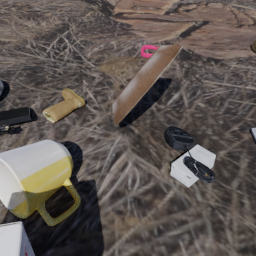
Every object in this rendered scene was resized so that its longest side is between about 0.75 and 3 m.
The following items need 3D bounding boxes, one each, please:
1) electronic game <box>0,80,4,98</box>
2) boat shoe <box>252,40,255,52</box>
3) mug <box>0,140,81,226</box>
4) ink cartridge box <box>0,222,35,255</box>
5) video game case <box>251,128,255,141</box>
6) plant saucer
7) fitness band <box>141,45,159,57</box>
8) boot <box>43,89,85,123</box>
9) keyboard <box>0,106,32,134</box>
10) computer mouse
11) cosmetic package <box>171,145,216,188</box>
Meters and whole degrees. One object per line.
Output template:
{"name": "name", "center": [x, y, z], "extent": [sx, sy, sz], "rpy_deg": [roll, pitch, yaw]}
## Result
{"name": "electronic game", "center": [-5.163, -1.148, 9.224], "extent": [2.055, 0.428, 2.055], "rpy_deg": [1, 43, -1]}
{"name": "boat shoe", "center": [6.009, -3.363, 12.039], "extent": [0.601, 0.640, 1.778], "rpy_deg": [23, 21, -25]}
{"name": "mug", "center": [-1.884, 1.077, 5.974], "extent": [1.372, 1.713, 1.406], "rpy_deg": [-11, 14, 43]}
{"name": "ink cartridge box", "center": [-1.743, 2.409, 2.662], "extent": [1.795, 2.867, 1.843], "rpy_deg": [-7, 38, -10]}
{"name": "video game case", "center": [3.999, 0.400, 7.287], "extent": [1.165, 0.141, 1.278], "rpy_deg": [-6, 38, 8]}
{"name": "plant saucer", "center": [0.365, -1.201, 7.193], "extent": [0.475, 2.598, 2.598], "rpy_deg": [40, 43, -5]}
{"name": "fitness band", "center": [0.978, -3.374, 12.308], "extent": [0.803, 0.209, 1.117], "rpy_deg": [3, 37, 8]}
{"name": "boot", "center": [-2.120, -0.732, 8.735], "extent": [1.079, 0.407, 1.232], "rpy_deg": [28, 48, 35]}
{"name": "keyboard", "center": [-4.038, -0.038, 7.777], "extent": [2.656, 0.274, 1.688], "rpy_deg": [-14, 24, -15]}
{"name": "computer mouse", "center": [1.416, 0.622, 6.784], "extent": [0.682, 0.396, 2.325], "rpy_deg": [11, 25, -16]}
{"name": "cosmetic package", "center": [1.548, 0.881, 6.652], "extent": [1.013, 0.411, 0.572], "rpy_deg": [-29, 46, -31]}
